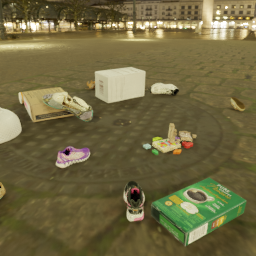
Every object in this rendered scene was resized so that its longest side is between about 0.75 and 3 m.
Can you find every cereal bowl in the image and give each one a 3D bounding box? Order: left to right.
[{"bbox_3d":[-4.868,-0.193,9.616,2.177,0.907,2.177,0,23,0],"label":"cereal bowl"}]

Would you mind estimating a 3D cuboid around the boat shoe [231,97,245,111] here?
[{"bbox_3d":[4.811,-0.993,12.304,0.363,0.326,0.981,-2,36,-6],"label":"boat shoe"}]

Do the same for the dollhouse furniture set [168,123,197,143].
[{"bbox_3d":[1.829,0.170,9.099,0.972,0.474,0.829,5,18,0],"label":"dollhouse furniture set"}]

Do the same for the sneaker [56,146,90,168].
[{"bbox_3d":[-1.541,0.726,7.924,1.090,0.482,0.439,-19,28,-41],"label":"sneaker"}]

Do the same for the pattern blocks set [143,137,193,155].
[{"bbox_3d":[1.239,0.529,8.882,1.384,0.112,1.216,-19,29,-37],"label":"pattern blocks set"}]

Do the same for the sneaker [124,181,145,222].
[{"bbox_3d":[0.169,1.457,6.096,0.479,0.515,1.192,-1,22,-7],"label":"sneaker"}]

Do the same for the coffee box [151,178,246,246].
[{"bbox_3d":[1.468,1.654,5.787,1.723,0.379,1.059,-15,27,-31],"label":"coffee box"}]

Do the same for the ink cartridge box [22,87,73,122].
[{"bbox_3d":[-3.377,-1.037,11.792,1.695,0.773,2.058,-13,27,-24],"label":"ink cartridge box"}]

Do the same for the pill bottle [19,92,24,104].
[{"bbox_3d":[-4.622,-1.459,13.169,0.909,0.529,0.529,-12,25,-27],"label":"pill bottle"}]

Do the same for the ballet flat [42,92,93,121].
[{"bbox_3d":[-2.238,-0.973,10.581,2.074,0.746,0.746,24,25,2],"label":"ballet flat"}]

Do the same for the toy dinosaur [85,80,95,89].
[{"bbox_3d":[-1.983,-2.349,15.645,0.843,0.479,1.587,-28,21,-3],"label":"toy dinosaur"}]

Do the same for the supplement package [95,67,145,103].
[{"bbox_3d":[-0.383,-2.175,13.861,2.206,1.290,1.294,-15,28,-32],"label":"supplement package"}]

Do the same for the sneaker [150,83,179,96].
[{"bbox_3d":[1.938,-1.969,14.346,1.519,0.573,0.874,-8,22,-23],"label":"sneaker"}]

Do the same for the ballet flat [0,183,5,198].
[{"bbox_3d":[-3.044,1.556,6.028,0.412,0.381,1.169,0,23,0],"label":"ballet flat"}]
